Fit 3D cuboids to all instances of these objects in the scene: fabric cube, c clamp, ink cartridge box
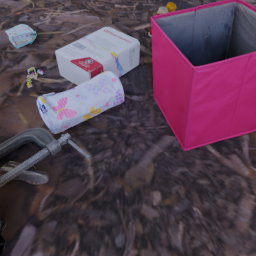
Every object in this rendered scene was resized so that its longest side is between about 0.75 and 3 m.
[{"bbox_3d":[2.085,-1.342,6.891,2.457,2.449,2.411,-16,45,-8],"label":"fabric cube"},{"bbox_3d":[-2.443,0.723,6.119,2.617,0.354,2.236,-32,39,-20],"label":"c clamp"},{"bbox_3d":[-0.902,-2.226,8.965,1.603,0.911,2.199,34,55,28],"label":"ink cartridge box"}]

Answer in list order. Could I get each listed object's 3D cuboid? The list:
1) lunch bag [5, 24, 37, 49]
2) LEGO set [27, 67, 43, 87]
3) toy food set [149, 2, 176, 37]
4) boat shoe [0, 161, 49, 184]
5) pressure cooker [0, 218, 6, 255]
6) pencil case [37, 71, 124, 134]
[{"bbox_3d":[-3.936,-3.454,10.422,0.918,0.560,0.782,-32,53,-20],"label":"lunch bag"},{"bbox_3d":[-3.042,-1.639,8.824,0.379,0.307,0.824,14,47,13],"label":"LEGO set"},{"bbox_3d":[1.421,-3.690,10.628,1.038,0.979,2.175,0,62,-19],"label":"toy food set"},{"bbox_3d":[-2.282,0.935,6.250,1.147,0.427,0.420,10,46,8],"label":"boat shoe"},{"bbox_3d":[-3.518,1.474,4.146,2.999,2.679,2.638,33,51,29],"label":"pressure cooker"},{"bbox_3d":[-1.225,-0.726,7.477,2.291,0.952,1.039,-26,66,-24],"label":"pencil case"}]
